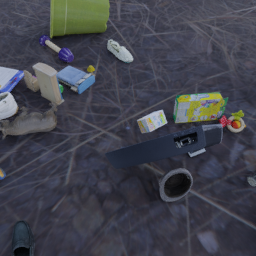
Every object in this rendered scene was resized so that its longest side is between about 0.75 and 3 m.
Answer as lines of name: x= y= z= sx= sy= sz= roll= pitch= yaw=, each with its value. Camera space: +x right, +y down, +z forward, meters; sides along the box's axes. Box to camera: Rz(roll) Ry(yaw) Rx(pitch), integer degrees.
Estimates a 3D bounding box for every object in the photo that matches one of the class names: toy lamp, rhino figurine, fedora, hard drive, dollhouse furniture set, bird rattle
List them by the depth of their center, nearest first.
hard drive: x=1.041 y=0.533 z=7.852 sx=2.942 sy=1.984 sz=0.623 roll=-18 pitch=82 yaw=32
fedora: x=1.314 y=1.591 z=8.216 sx=1.137 sy=1.006 sz=0.514 roll=-19 pitch=21 yaw=-17
rhino figurine: x=-3.644 y=-0.183 z=9.856 sx=2.413 sy=0.722 sz=1.055 roll=-12 pitch=48 yaw=-9
bird rattle: x=3.788 y=-0.204 z=10.054 sx=0.956 sy=0.538 sz=0.779 roll=-25 pitch=68 yaw=-17
dollhouse furniture set: x=-2.745 y=-2.357 z=11.351 sx=2.079 sy=1.437 sz=2.202 roll=29 pitch=53 yaw=24
toy lamp: x=-3.360 y=-3.710 z=13.160 sx=2.224 sy=0.647 sz=0.647 roll=35 pitch=57 yaw=30

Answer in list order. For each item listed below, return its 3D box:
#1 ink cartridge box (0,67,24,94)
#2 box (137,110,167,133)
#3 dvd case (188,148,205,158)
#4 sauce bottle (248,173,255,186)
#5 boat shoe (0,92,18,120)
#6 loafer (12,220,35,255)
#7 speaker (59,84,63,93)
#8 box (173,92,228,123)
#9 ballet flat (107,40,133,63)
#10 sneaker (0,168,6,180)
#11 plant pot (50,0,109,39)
ink cartridge box: x=-5.566 y=-1.961 z=11.626 sx=2.448 sy=0.514 sz=1.461 roll=11 pitch=49 yaw=14
box: x=0.827 y=-0.215 z=9.581 sx=0.894 sy=0.503 sz=0.453 roll=-25 pitch=8 yaw=-36
dvd case: x=2.163 y=0.560 z=9.470 sx=0.602 sy=0.099 sz=0.801 roll=-19 pitch=64 yaw=-16
sauce bottle: x=4.358 y=1.295 z=8.625 sx=1.585 sy=0.513 sz=0.513 roll=-26 pitch=52 yaw=-23
boat shoe: x=-5.490 y=-0.593 z=10.036 sx=2.824 sy=0.979 sz=1.000 roll=-27 pitch=53 yaw=-23
loafer: x=-2.622 y=3.015 z=7.012 sx=0.546 sy=0.564 sz=1.607 roll=-15 pitch=49 yaw=-13
speaker: x=-3.093 y=-1.720 z=11.481 sx=0.909 sy=0.402 sz=0.402 roll=28 pitch=53 yaw=23
box: x=2.605 y=-0.740 z=10.117 sx=1.821 sy=1.068 sz=0.440 roll=-3 pitch=46 yaw=-4
ballet flat: x=-0.428 y=-3.652 z=13.146 sx=0.605 sy=0.605 sz=1.685 roll=-33 pitch=56 yaw=-27
sneaker: x=-4.431 y=1.297 z=8.688 sx=1.526 sy=0.574 sz=0.673 roll=27 pitch=65 yaw=30
plant pot: x=-2.439 y=-5.821 z=13.960 sx=2.770 sy=2.917 sz=2.917 roll=2 pitch=46 yaw=-17
